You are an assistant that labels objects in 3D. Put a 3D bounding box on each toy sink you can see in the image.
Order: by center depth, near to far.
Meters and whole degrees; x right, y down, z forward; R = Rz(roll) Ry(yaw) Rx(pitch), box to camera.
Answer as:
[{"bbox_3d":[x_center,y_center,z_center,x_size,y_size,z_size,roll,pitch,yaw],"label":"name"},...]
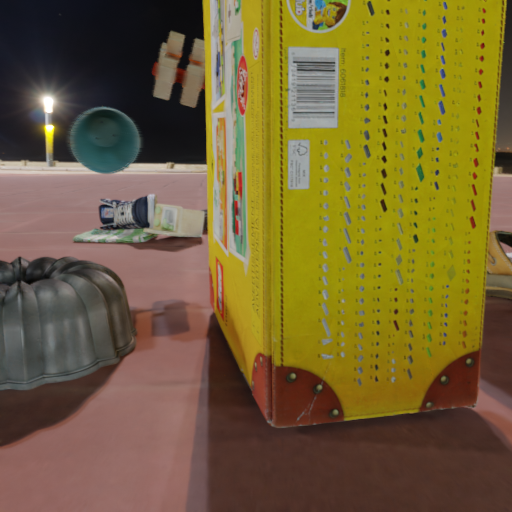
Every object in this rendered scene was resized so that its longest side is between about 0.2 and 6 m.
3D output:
[{"bbox_3d":[-1.892,-0.823,12.936,0.788,0.678,1.209,9,5,34],"label":"toy sink"}]

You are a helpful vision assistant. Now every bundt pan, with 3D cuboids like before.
[{"bbox_3d":[-2.398,0.540,5.775,2.317,0.869,2.317,0,10,0],"label":"bundt pan"}]

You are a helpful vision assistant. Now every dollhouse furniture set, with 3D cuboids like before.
[{"bbox_3d":[-1.342,-4.070,12.989,2.095,1.091,2.118,13,39,-11],"label":"dollhouse furniture set"}]

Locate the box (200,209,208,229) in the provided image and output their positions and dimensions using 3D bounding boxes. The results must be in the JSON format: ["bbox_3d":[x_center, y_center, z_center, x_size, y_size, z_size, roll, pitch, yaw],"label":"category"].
[{"bbox_3d":[-0.122,-0.954,14.548,2.119,0.527,1.671,8,13,36],"label":"box"}]

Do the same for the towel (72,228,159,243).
[{"bbox_3d":[-3.210,-0.481,12.982,1.634,0.191,1.246,2,12,8],"label":"towel"}]

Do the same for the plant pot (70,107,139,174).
[{"bbox_3d":[-2.961,-2.333,10.951,1.262,1.262,0.850,-3,26,-16],"label":"plant pot"}]

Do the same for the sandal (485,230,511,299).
[{"bbox_3d":[3.616,0.117,7.870,1.336,0.899,3.327,-5,12,-24],"label":"sandal"}]

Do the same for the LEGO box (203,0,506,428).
[{"bbox_3d":[0.555,-1.272,5.358,1.761,4.565,3.399,-3,12,-11],"label":"LEGO box"}]

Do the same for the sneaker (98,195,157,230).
[{"bbox_3d":[-3.206,-1.061,13.926,1.331,0.860,2.453,1,0,-18],"label":"sneaker"}]

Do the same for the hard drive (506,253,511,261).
[{"bbox_3d":[5.001,0.077,10.209,0.594,0.120,0.900,-4,11,-20],"label":"hard drive"}]
